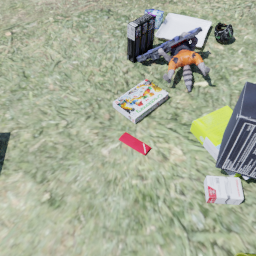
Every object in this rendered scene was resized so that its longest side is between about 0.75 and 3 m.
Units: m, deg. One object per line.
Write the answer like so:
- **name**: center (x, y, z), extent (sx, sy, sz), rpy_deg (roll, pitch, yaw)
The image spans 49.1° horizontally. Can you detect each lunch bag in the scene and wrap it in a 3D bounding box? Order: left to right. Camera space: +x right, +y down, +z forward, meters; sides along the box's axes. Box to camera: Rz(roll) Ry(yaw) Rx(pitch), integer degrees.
- **lunch bag**: center (1.194, -5.156, 13.209), extent (0.867, 0.737, 0.552), rpy_deg (15, 53, 12)

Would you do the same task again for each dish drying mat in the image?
- **dish drying mat**: center (0.225, 0.501, 9.137), extent (1.064, 0.097, 0.409), rpy_deg (31, 59, 22)

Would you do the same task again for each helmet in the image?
- **helmet**: center (4.254, -4.211, 12.418), extent (0.848, 0.808, 0.848), rpy_deg (-18, 53, 25)

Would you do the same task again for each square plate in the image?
- **square plate**: center (2.583, -4.500, 12.965), extent (2.144, 0.308, 2.164), rpy_deg (18, 54, 13)

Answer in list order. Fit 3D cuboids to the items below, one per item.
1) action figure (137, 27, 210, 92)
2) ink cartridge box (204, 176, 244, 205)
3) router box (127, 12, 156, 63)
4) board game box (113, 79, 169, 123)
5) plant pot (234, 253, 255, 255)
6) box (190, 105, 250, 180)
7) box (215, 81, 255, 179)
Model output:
- **action figure**: center (1.845, -2.682, 11.214), extent (2.790, 1.459, 2.699), rpy_deg (-19, 41, 20)
- **ink cartridge box**: center (2.696, 1.763, 7.944), extent (0.948, 0.397, 0.684), rpy_deg (3, 52, 3)
- **router box**: center (0.531, -3.667, 11.427), extent (0.429, 1.678, 1.252), rpy_deg (38, 60, 25)
- **board game box**: center (0.475, -1.012, 10.191), extent (1.126, 0.309, 1.784), rpy_deg (38, 60, 26)
- **plant pot**: center (3.143, 3.391, 6.309), extent (1.107, 1.150, 1.150), rpy_deg (2, 51, -14)
- **box**: center (3.308, 0.484, 8.829), extent (1.490, 0.582, 2.443), rpy_deg (-24, 56, -17)
- **box**: center (3.725, 0.260, 7.189), extent (2.254, 2.273, 1.400), rpy_deg (16, 53, 12)
